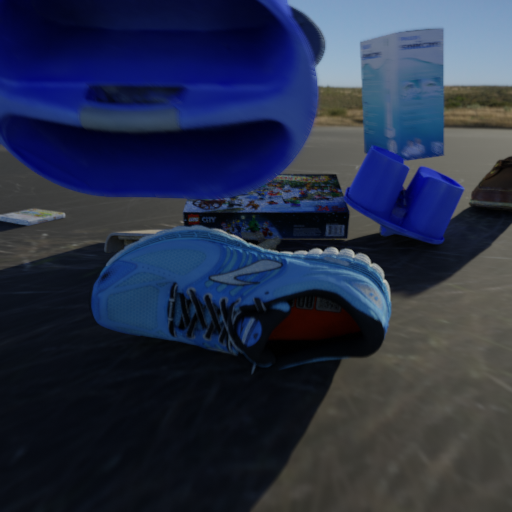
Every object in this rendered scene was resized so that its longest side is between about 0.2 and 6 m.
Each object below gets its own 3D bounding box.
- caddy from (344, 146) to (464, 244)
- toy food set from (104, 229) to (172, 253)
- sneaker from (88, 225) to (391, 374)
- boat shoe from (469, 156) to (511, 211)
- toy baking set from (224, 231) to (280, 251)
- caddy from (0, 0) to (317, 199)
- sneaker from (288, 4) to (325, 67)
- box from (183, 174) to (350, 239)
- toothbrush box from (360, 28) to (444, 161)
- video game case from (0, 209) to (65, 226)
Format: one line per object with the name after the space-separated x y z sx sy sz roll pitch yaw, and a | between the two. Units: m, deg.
2.657 -1.029 10.415 1.928 1.431 2.727 25 18 5 | caddy
-1.431 -0.151 8.844 1.624 0.491 1.165 4 7 37 | toy food set
-0.168 0.458 5.565 3.121 1.223 1.404 1 19 3 | sneaker
5.945 -1.779 13.317 1.239 1.163 3.442 11 20 34 | boat shoe
-0.502 -0.108 9.315 1.518 0.230 1.978 3 16 20 | toy baking set
-1.251 -2.016 6.466 3.895 2.754 2.045 2 43 4 | caddy
-0.343 -3.711 8.573 3.140 1.177 1.327 21 12 -9 | sneaker
0.187 -1.025 11.071 3.029 0.571 2.069 0 28 0 | box
3.250 -3.599 12.635 1.138 2.669 1.954 -10 16 -9 | toothbrush box
-4.795 -0.831 11.947 1.029 0.118 0.937 9 18 31 | video game case
